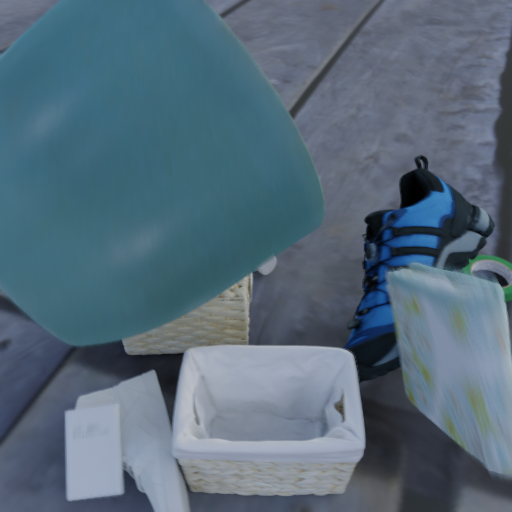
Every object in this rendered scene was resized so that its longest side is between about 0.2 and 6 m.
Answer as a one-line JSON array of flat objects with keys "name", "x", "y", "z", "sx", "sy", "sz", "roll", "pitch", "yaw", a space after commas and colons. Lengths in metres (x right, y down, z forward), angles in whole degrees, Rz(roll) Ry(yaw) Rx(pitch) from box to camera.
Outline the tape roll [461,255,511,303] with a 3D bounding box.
[{"name": "tape roll", "x": 3.485, "y": 0.337, "z": 8.331, "sx": 0.844, "sy": 0.203, "sz": 0.844, "roll": 0, "pitch": 41, "yaw": 0}]

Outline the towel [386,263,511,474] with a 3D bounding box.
[{"name": "towel", "x": 1.837, "y": 0.925, "z": 5.340, "sx": 0.439, "sy": 1.562, "sz": 1.825, "roll": -13, "pitch": 8, "yaw": -7}]

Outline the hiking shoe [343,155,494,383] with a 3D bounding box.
[{"name": "hiking shoe", "x": 1.754, "y": 0.174, "z": 7.266, "sx": 1.428, "sy": 1.225, "sz": 3.294, "roll": 44, "pitch": 58, "yaw": -3}]

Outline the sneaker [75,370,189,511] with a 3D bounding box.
[{"name": "sneaker", "x": -1.407, "y": 2.137, "z": 5.963, "sx": 1.126, "sy": 0.718, "sz": 1.949, "roll": -15, "pitch": 34, "yaw": -14}]

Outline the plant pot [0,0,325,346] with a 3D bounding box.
[{"name": "plant pot", "x": -1.423, "y": -0.733, "z": 5.661, "sx": 2.693, "sy": 3.356, "sz": 3.356, "roll": -40, "pitch": 52, "yaw": -10}]

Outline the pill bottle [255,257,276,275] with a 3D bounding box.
[{"name": "pill bottle", "x": -0.063, "y": -0.033, "z": 8.564, "sx": 0.741, "sy": 0.416, "sz": 0.416, "roll": 36, "pitch": 52, "yaw": 29}]

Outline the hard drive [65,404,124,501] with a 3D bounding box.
[{"name": "hard drive", "x": -1.657, "y": 1.995, "z": 5.715, "sx": 0.571, "sy": 0.114, "sz": 0.865, "roll": -10, "pitch": 72, "yaw": 7}]

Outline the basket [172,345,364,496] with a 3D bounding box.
[{"name": "basket", "x": 0.125, "y": 1.784, "z": 5.967, "sx": 1.847, "sy": 1.139, "sz": 1.252, "roll": 0, "pitch": 42, "yaw": 1}]

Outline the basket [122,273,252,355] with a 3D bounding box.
[{"name": "basket", "x": -0.920, "y": 0.535, "z": 7.350, "sx": 1.786, "sy": 1.210, "sz": 1.102, "roll": -3, "pitch": 44, "yaw": -2}]
